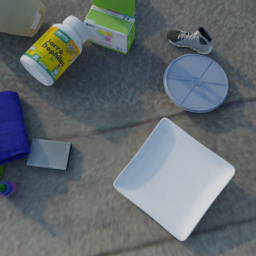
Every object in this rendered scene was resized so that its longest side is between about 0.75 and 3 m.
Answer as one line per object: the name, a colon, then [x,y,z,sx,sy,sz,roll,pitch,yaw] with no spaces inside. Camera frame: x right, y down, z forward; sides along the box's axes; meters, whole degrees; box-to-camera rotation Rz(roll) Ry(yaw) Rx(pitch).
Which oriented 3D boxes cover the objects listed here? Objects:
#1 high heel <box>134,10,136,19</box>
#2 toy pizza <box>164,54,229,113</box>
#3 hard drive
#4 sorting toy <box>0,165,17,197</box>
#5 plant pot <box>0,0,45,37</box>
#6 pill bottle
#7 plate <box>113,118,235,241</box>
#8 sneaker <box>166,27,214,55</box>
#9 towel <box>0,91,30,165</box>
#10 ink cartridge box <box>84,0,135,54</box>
high heel: [-0.664,-5.374,11.412,1.610,0.806,2.258,-12,82,-10]
toy pizza: [2.521,-1.658,10.465,2.427,0.385,2.427,1,71,-3]
hard drive: [-2.718,0.924,9.745,1.389,0.228,0.970,7,72,2]
sorting toy: [-4.972,1.206,9.254,2.935,1.011,1.018,38,76,12]
plant pot: [-4.702,-4.682,10.537,2.797,2.619,2.619,27,74,-9]
pill bottle: [-2.596,-2.894,10.328,1.398,1.398,2.479,36,75,11]
plate: [1.477,1.622,9.184,2.889,0.467,2.883,37,87,11]
sneaker: [2.430,-3.571,10.724,1.874,1.082,0.703,20,73,6]
towel: [-4.571,0.034,9.756,1.947,0.653,2.636,-14,67,-14]
ink cartridge box: [-0.685,-3.935,10.173,1.734,2.347,0.889,21,74,6]
